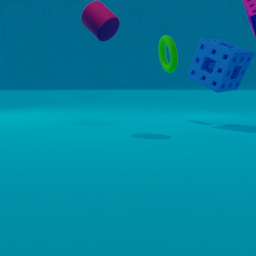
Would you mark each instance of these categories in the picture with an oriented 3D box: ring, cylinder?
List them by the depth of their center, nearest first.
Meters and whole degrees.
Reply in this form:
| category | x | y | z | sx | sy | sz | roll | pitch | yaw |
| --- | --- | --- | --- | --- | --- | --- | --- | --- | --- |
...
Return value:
| category | x | y | z | sx | sy | sz | roll | pitch | yaw |
| --- | --- | --- | --- | --- | --- | --- | --- | --- | --- |
| cylinder | -0.725 | -2.812 | 7.388 | 0.742 | 0.742 | 0.742 | 47 | 27 | 16 |
| ring | 1.416 | -2.626 | 9.983 | 0.264 | 1.319 | 1.319 | -14 | 11 | -11 |

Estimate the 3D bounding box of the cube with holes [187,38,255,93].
| category | x | y | z | sx | sy | sz | roll | pitch | yaw |
| --- | --- | --- | --- | --- | --- | --- | --- | --- | --- |
| cube with holes | 2.772 | -1.910 | 8.481 | 1.197 | 1.197 | 1.197 | -12 | 39 | -39 |

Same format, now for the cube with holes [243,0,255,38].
| category | x | y | z | sx | sy | sz | roll | pitch | yaw |
| --- | --- | --- | --- | --- | --- | --- | --- | --- | --- |
| cube with holes | 3.387 | -2.766 | 6.803 | 0.810 | 0.810 | 0.810 | -19 | 44 | 25 |
